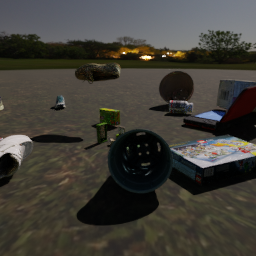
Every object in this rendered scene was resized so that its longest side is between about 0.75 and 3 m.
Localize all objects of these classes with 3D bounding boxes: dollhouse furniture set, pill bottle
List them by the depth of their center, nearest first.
[{"bbox_3d":[-0.248,0.250,8.343,1.515,0.585,0.757,12,20,38],"label":"dollhouse furniture set"},{"bbox_3d":[2.422,-0.948,12.795,1.045,0.578,0.578,4,16,15],"label":"pill bottle"}]

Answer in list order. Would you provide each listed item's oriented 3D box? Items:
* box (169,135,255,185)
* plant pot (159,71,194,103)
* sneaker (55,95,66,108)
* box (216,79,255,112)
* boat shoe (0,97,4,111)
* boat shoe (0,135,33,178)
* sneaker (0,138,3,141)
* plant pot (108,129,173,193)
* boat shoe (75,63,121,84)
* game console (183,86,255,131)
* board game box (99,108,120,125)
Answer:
[{"bbox_3d":[2.199,0.701,6.956,2.264,0.427,1.546,-7,17,-25],"label":"box"},{"bbox_3d":[2.676,-1.950,14.879,1.807,1.807,1.213,7,-12,24],"label":"plant pot"},{"bbox_3d":[-3.485,-1.347,14.250,0.528,0.587,1.360,-4,16,-16],"label":"sneaker"},{"bbox_3d":[5.500,-1.439,12.640,2.430,1.324,1.553,4,10,-7],"label":"box"},{"bbox_3d":[-6.289,-1.023,12.722,0.821,0.755,2.298,-2,15,-6],"label":"boat shoe"},{"bbox_3d":[-2.736,0.759,6.308,0.750,0.766,2.165,13,20,14],"label":"boat shoe"},{"bbox_3d":[-3.601,0.459,7.263,1.168,0.740,2.076,-5,23,-4],"label":"sneaker"},{"bbox_3d":[0.302,0.575,6.097,1.289,1.289,1.262,2,8,6],"label":"plant pot"},{"bbox_3d":[-1.149,-2.011,10.358,1.744,0.639,0.547,-8,51,10],"label":"boat shoe"},{"bbox_3d":[3.836,-0.958,10.804,2.381,1.640,2.763,15,21,43],"label":"game console"},{"bbox_3d":[-0.712,-0.438,10.791,0.255,0.544,1.070,-10,13,-36],"label":"board game box"}]
